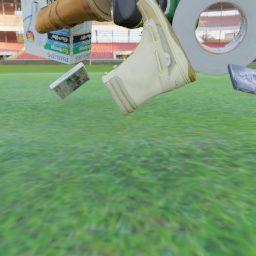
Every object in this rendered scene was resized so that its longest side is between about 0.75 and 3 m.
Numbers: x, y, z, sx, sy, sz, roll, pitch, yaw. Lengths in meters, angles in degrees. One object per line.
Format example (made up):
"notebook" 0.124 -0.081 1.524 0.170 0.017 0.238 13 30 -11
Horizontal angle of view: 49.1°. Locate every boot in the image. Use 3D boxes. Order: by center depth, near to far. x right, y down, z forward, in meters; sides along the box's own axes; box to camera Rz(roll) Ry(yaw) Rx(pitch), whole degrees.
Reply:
"boot" 0.151 -1.222 4.706 1.410 1.814 0.660 -28 -21 16
"boot" -1.453 -2.867 7.020 2.034 0.969 2.629 -17 23 8

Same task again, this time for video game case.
"video game case" 3.218 -1.111 6.837 1.466 0.139 1.047 12 43 -3
"video game case" -1.485 -1.205 7.355 0.986 0.128 1.083 -38 -8 -4

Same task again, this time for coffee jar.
"coffee jar" 0.867 -3.789 8.851 2.898 1.511 1.236 -3 6 -34

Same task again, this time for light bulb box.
"light bulb box" -2.343 -3.407 9.347 2.027 2.045 1.276 18 31 22

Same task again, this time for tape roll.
"tape roll" 2.593 -2.889 8.007 2.637 2.637 0.871 3 26 10
